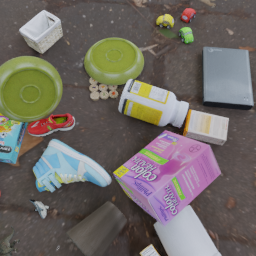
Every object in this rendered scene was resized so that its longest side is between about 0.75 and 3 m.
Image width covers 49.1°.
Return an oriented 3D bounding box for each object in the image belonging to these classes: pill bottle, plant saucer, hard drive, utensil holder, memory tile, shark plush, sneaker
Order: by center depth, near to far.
[{"bbox_3d":[1.804,3.551,8.808,1.483,1.483,1.745,-24,65,-11],"label":"utensil holder"},{"bbox_3d":[-3.186,2.792,9.822,0.860,0.391,0.358,31,99,9],"label":"shark plush"},{"bbox_3d":[-2.102,1.756,9.875,2.806,1.116,1.832,26,65,22],"label":"sneaker"},{"bbox_3d":[-3.598,-1.292,10.217,2.580,2.580,0.401,-31,38,-14],"label":"plant saucer"},{"bbox_3d":[0.992,-0.886,10.893,2.496,1.398,1.398,20,66,4],"label":"pill bottle"},{"bbox_3d":[-3.043,-0.230,10.957,1.872,0.795,0.721,-14,65,-7],"label":"sneaker"},{"bbox_3d":[4.225,-2.193,12.071,1.997,0.471,2.861,5,65,2],"label":"hard drive"},{"bbox_3d":[-1.079,-1.928,12.134,1.220,0.134,1.592,-6,65,-2],"label":"memory tile"},{"bbox_3d":[-0.622,-3.111,12.470,2.705,0.420,2.705,0,62,0],"label":"plant saucer"}]

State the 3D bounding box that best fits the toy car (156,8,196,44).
[{"bbox_3d":[2.594,-4.888,13.352,2.090,0.466,1.966,-18,66,-8],"label":"toy car"}]

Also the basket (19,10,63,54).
[{"bbox_3d":[-3.903,-4.358,12.810,1.094,0.996,1.614,34,68,15],"label":"basket"}]

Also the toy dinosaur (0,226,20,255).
[{"bbox_3d":[-3.830,3.944,8.784,0.822,0.619,1.607,-9,80,1],"label":"toy dinosaur"}]

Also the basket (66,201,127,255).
[{"bbox_3d":[-0.945,3.309,9.116,1.678,1.141,1.513,-41,43,-24],"label":"basket"}]

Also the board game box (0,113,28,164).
[{"bbox_3d":[-4.974,0.146,10.928,1.710,0.532,2.265,6,65,3],"label":"board game box"}]

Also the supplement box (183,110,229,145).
[{"bbox_3d":[3.049,-0.019,10.976,1.573,0.578,0.991,14,65,7],"label":"supplement box"}]

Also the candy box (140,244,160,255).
[{"bbox_3d":[1.035,4.462,8.625,0.469,0.979,1.696,-34,69,-15],"label":"candy box"}]

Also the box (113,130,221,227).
[{"bbox_3d":[1.221,1.483,9.238,2.565,1.240,2.256,-38,27,-16],"label":"box"}]
